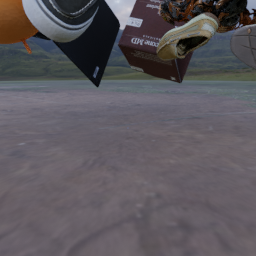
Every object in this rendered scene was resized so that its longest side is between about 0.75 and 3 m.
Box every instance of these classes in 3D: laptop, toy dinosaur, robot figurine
[{"bbox_3d":[-1.783,-2.698,7.153,2.795,2.477,1.444,13,-30,3],"label":"laptop"},{"bbox_3d":[2.354,-3.101,6.892,2.997,1.531,2.034,-12,-25,-11],"label":"toy dinosaur"},{"bbox_3d":[-2.049,-2.367,4.295,1.409,2.415,1.737,-10,-14,-25],"label":"robot figurine"}]

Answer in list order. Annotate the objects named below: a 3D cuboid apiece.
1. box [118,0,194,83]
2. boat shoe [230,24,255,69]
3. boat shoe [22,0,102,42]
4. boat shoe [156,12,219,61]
[{"bbox_3d":[1.235,-3.233,9.616,2.040,2.459,2.019,19,-8,19],"label":"box"},{"bbox_3d":[3.357,-1.550,5.721,2.540,0.946,0.931,15,23,9],"label":"boat shoe"},{"bbox_3d":[-0.586,-2.429,4.041,1.015,2.959,0.838,36,-42,-27],"label":"boat shoe"},{"bbox_3d":[1.210,-1.913,6.441,0.671,0.713,1.874,29,-21,-19],"label":"boat shoe"}]
